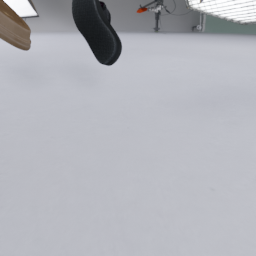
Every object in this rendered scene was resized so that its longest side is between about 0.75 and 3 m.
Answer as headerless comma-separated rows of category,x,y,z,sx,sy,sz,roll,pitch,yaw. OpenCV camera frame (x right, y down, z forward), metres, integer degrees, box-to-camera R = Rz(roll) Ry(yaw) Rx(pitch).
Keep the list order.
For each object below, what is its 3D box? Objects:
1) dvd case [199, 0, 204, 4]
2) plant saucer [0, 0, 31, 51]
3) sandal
dvd case,2.556,-4.774,9.570,0.070,0.875,0.651,10,34,21
plant saucer,-3.200,-2.809,5.922,2.918,0.430,2.918,43,8,-8
sandal,-0.825,-2.797,7.584,0.657,1.032,2.745,0,60,-48
